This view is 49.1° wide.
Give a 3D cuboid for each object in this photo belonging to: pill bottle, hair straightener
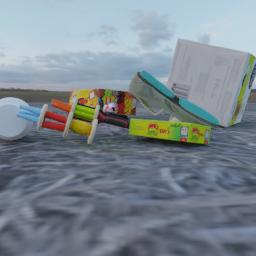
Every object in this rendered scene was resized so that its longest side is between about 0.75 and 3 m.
[{"bbox_3d":[-2.543,-0.216,6.132,0.901,0.901,1.608,-2,5,-19],"label":"pill bottle"},{"bbox_3d":[-0.474,-0.320,6.709,1.822,0.373,0.701,9,20,-1],"label":"hair straightener"}]

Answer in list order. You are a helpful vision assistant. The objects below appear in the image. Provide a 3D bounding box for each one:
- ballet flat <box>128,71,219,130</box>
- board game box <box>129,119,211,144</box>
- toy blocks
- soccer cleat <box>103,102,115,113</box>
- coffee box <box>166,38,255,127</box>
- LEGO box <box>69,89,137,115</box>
[{"bbox_3d":[0.995,-0.474,6.483,2.251,0.717,0.759,35,27,7],"label":"ballet flat"},{"bbox_3d":[0.833,0.060,5.814,1.511,0.360,0.767,6,-2,44],"label":"board game box"},{"bbox_3d":[-1.363,-0.286,5.673,1.469,0.533,1.224,17,26,-11],"label":"toy blocks"},{"bbox_3d":[-0.529,-0.626,9.009,0.339,0.316,0.925,14,14,11],"label":"soccer cleat"},{"bbox_3d":[2.894,-1.550,9.677,2.322,2.319,2.296,21,16,30],"label":"coffee box"},{"bbox_3d":[-1.145,-1.120,12.295,1.927,0.998,2.588,0,4,-35],"label":"LEGO box"}]
